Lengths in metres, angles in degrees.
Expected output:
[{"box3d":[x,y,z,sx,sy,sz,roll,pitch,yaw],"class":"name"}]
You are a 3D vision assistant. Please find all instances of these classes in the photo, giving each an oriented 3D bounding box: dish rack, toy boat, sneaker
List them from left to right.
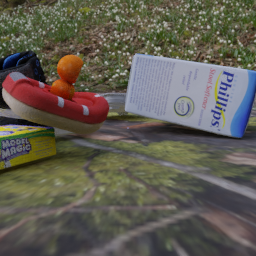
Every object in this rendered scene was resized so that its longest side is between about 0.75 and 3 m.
[{"box3d":[-1.510,-0.683,5.408,1.037,1.587,2.838,21,26,34],"class":"sneaker"},{"box3d":[-0.947,-0.576,4.177,1.589,1.039,1.037,17,12,-43],"class":"toy boat"},{"box3d":[-0.343,-0.755,9.446,2.236,0.487,1.919,-2,-4,-42],"class":"dish rack"}]

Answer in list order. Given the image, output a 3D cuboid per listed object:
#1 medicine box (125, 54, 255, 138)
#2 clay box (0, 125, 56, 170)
[{"box3d":[1.688,-0.874,6.955,2.693,1.386,2.453,14,13,22],"class":"medicine box"},{"box3d":[-1.995,0.286,3.557,1.078,0.447,1.876,3,8,33],"class":"clay box"}]
